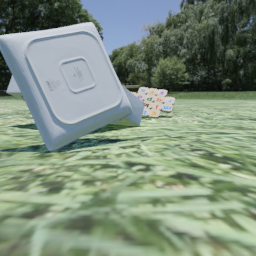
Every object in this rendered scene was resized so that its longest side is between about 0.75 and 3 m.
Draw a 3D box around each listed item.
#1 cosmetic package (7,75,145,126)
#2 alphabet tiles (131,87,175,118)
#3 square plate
[{"bbox_3d":[-1.360,-0.796,7.403,2.933,0.758,2.211,5,-13,36],"label":"cosmetic package"},{"bbox_3d":[0.778,-0.975,10.597,1.897,0.138,1.856,9,41,13],"label":"alphabet tiles"},{"bbox_3d":[-0.849,-0.806,4.538,1.823,1.841,0.262,-27,4,-40],"label":"square plate"}]
